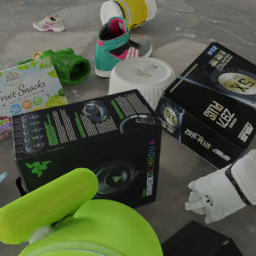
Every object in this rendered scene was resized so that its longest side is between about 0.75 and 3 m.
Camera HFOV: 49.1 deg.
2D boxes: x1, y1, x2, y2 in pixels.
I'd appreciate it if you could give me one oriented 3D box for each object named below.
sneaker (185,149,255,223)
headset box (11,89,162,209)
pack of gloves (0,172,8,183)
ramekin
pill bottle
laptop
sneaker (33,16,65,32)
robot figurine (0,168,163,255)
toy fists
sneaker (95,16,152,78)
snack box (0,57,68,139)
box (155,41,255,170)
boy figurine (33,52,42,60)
[{"bbox_3d":[1.865,1.021,5.014,2.219,1.275,0.834,3,59,-56],"label":"sneaker"},{"bbox_3d":[-0.699,0.607,4.711,2.243,1.953,1.041,-13,41,-16],"label":"headset box"},{"bbox_3d":[-2.661,1.155,5.072,0.835,0.196,0.994,-23,25,39],"label":"pack of gloves"},{"bbox_3d":[0.389,-1.133,7.583,1.934,1.015,1.934,0,39,0],"label":"ramekin"},{"bbox_3d":[0.073,-4.960,12.021,2.290,1.308,1.308,-31,49,-32],"label":"pill bottle"},{"bbox_3d":[1.132,2.191,4.291,1.146,0.709,1.224,-27,75,-28],"label":"laptop"},{"bbox_3d":[-3.420,-4.541,12.058,1.357,0.599,0.552,2,39,3],"label":"sneaker"},{"bbox_3d":[-0.406,1.739,2.863,1.628,2.469,2.815,-27,-1,4],"label":"robot figurine"},{"bbox_3d":[-2.418,-1.669,8.334,1.346,0.908,2.640,24,46,30],"label":"toy fists"},{"bbox_3d":[-0.109,-2.889,9.249,1.110,1.603,2.656,27,46,29],"label":"sneaker"},{"bbox_3d":[-2.588,-0.719,6.713,2.004,1.425,0.531,-28,16,-29],"label":"snack box"},{"bbox_3d":[2.008,-0.573,6.249,1.934,1.017,2.361,37,59,14],"label":"box"},{"bbox_3d":[-3.039,-2.106,9.272,0.757,0.392,1.218,2,42,8],"label":"boy figurine"}]
